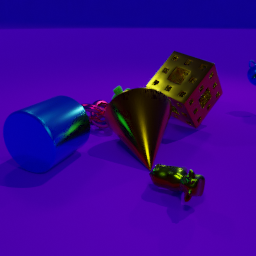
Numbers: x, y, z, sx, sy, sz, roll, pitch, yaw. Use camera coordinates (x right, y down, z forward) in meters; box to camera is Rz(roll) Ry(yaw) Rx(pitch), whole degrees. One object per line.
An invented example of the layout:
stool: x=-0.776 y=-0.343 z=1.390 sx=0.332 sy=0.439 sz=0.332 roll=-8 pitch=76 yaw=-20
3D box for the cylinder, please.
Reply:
cylinder: x=-1.665 y=0.084 z=5.908 sx=1.298 sy=1.298 sz=1.298 roll=10 pitch=23 yaw=23

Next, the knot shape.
knot shape: x=-0.856 y=-0.409 z=7.914 sx=1.334 sy=0.659 sz=1.426 roll=-3 pitch=12 yaw=-9

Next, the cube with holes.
cube with holes: x=1.600 y=-1.064 z=7.812 sx=1.327 sy=1.327 sz=1.327 roll=32 pitch=80 yaw=38

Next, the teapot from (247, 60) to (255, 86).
teapot: x=4.242 y=-1.684 z=8.920 sx=0.731 sy=1.175 sz=0.575 roll=-33 pitch=-10 yaw=-17

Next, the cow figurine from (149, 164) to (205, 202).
cow figurine: x=0.801 y=0.875 z=4.709 sx=0.945 sy=0.519 sz=0.930 roll=10 pitch=0 yaw=13

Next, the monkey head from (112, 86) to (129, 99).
monkey head: x=-0.266 y=-0.934 z=8.654 sx=1.102 sy=0.793 sz=0.664 roll=-40 pitch=27 yaw=-16

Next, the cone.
cone: x=0.354 y=0.257 z=6.202 sx=1.637 sy=1.637 sz=1.643 roll=-3 pitch=48 yaw=-7
